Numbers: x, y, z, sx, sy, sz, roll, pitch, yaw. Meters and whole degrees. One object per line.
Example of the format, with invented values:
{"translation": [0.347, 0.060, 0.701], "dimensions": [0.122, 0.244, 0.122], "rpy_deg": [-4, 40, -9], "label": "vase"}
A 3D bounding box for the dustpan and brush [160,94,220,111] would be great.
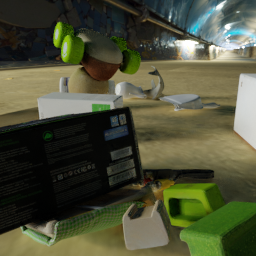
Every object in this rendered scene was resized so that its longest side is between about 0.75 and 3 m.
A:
{"translation": [2.270, -0.837, 9.648], "dimensions": [2.069, 0.592, 1.444], "rpy_deg": [-12, 18, -14], "label": "dustpan and brush"}

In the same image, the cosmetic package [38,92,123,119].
{"translation": [-1.096, -0.283, 6.693], "dimensions": [1.880, 1.012, 0.798], "rpy_deg": [3, 18, 14], "label": "cosmetic package"}

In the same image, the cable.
{"translation": [0.719, 0.823, 4.471], "dimensions": [1.385, 0.349, 0.673], "rpy_deg": [5, -5, -30], "label": "cable"}

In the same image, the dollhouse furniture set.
{"translation": [0.076, 1.164, 2.564], "dimensions": [1.301, 1.005, 2.603], "rpy_deg": [-11, -3, -38], "label": "dollhouse furniture set"}

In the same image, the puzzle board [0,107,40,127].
{"translation": [-2.728, -0.226, 7.951], "dimensions": [1.883, 0.217, 2.498], "rpy_deg": [12, 21, 32], "label": "puzzle board"}

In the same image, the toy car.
{"translation": [-1.137, -1.393, 7.906], "dimensions": [1.985, 2.417, 1.907], "rpy_deg": [4, 33, -31], "label": "toy car"}

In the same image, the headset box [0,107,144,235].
{"translation": [-1.146, 0.372, 3.751], "dimensions": [1.795, 0.956, 2.061], "rpy_deg": [-14, 7, -31], "label": "headset box"}

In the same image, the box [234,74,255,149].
{"translation": [4.025, -0.329, 5.978], "dimensions": [2.772, 1.474, 2.110], "rpy_deg": [1, 16, 3], "label": "box"}

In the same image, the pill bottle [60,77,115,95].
{"translation": [-1.395, -1.243, 9.808], "dimensions": [1.844, 1.104, 1.104], "rpy_deg": [-2, 16, -7], "label": "pill bottle"}

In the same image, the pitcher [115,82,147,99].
{"translation": [0.136, -1.487, 11.592], "dimensions": [1.140, 0.691, 0.978], "rpy_deg": [4, 22, -29], "label": "pitcher"}

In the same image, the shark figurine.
{"translation": [1.109, -1.548, 11.294], "dimensions": [1.139, 1.907, 0.796], "rpy_deg": [32, 65, 8], "label": "shark figurine"}
